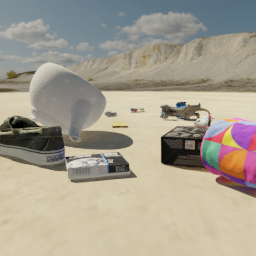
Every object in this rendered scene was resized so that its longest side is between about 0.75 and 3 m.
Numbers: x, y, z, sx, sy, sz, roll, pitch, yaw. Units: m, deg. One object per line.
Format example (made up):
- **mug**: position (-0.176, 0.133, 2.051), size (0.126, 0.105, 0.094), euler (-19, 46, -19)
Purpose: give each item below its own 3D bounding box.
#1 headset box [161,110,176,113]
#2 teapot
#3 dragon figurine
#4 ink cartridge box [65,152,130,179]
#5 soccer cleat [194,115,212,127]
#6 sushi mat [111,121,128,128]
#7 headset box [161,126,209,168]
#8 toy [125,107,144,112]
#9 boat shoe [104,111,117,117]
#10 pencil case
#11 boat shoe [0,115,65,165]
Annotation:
- **headset box**: position (2.118, -0.810, 14.661), size (0.822, 0.318, 0.612), euler (-1, 9, 0)
- **teapot**: position (-2.225, -0.700, 9.315), size (2.729, 2.020, 2.765), euler (29, -7, 4)
- **dragon figurine**: position (2.743, -0.853, 13.462), size (2.692, 0.792, 1.338), euler (-9, 13, -37)
- **ink cartridge box**: position (-0.673, 0.708, 5.737), size (1.182, 0.259, 1.194), euler (-3, 9, -15)
- **soccer cleat**: position (2.828, -0.226, 10.585), size (0.620, 0.502, 1.436), euler (3, 10, 16)
- **sushi mat**: position (-0.364, -0.159, 11.455), size (0.655, 0.083, 1.368), euler (-1, 9, -5)
- **headset box**: position (1.599, 0.364, 6.520), size (1.269, 0.659, 1.706), euler (3, 9, 22)
- **toy**: position (0.442, -1.082, 16.519), size (1.069, 0.252, 0.616), euler (-2, 7, -19)
- **boat shoe**: position (-0.932, -0.719, 14.363), size (0.764, 0.270, 0.243), euler (2, 6, -40)
- **pencil case**: position (2.444, 0.507, 4.219), size (1.216, 1.216, 2.751), euler (-6, 11, -34)
- **boat shoe**: position (-2.602, 0.166, 6.896), size (2.917, 0.929, 1.031), euler (7, 11, 34)
